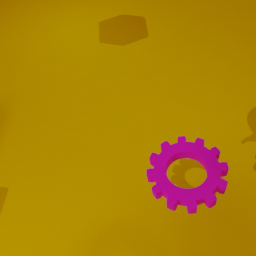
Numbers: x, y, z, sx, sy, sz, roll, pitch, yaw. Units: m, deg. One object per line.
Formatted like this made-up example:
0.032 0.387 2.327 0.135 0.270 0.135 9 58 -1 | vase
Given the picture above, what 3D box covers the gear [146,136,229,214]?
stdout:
0.858 0.653 4.105 1.143 0.211 1.143 -5 54 7 | gear
